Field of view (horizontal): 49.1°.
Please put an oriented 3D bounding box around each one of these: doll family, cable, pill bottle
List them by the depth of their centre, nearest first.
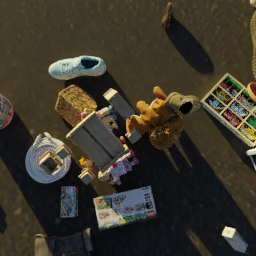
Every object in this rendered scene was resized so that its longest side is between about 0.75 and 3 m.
[{"bbox_3d":[-4.606,-0.720,8.737,1.264,2.183,1.264,0,79,0],"label":"pill bottle"},{"bbox_3d":[-0.908,0.608,9.164,1.621,1.177,2.612,-27,95,-14],"label":"doll family"},{"bbox_3d":[-2.623,1.067,9.236,1.462,0.506,1.462,35,80,4],"label":"cable"}]

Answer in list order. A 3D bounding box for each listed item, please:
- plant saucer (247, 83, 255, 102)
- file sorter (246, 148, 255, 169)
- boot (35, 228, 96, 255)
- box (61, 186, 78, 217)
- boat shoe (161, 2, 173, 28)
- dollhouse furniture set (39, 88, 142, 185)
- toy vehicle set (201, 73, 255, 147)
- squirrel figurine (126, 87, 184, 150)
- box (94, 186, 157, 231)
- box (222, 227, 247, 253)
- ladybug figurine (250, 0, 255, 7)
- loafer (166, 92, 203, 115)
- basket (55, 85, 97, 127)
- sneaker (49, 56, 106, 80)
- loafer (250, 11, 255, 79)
[{"bbox_3d":[4.554,-1.064,9.539,1.184,0.191,1.184,18,44,-19],"label":"plant saucer"},{"bbox_3d":[5.145,0.892,8.842,1.999,1.387,1.245,-22,82,-4],"label":"file sorter"},{"bbox_3d":[-1.870,4.217,8.556,1.925,0.766,2.211,-14,72,1],"label":"boot"},{"bbox_3d":[-1.910,2.401,9.141,0.531,0.168,0.966,-2,78,0],"label":"box"},{"bbox_3d":[1.513,-4.159,10.385,0.344,0.344,0.979,17,87,9],"label":"boat shoe"},{"bbox_3d":[-1.044,0.398,8.547,2.997,1.327,1.553,-42,104,0],"label":"dollhouse furniture set"},{"bbox_3d":[3.833,-0.636,9.684,2.315,0.307,1.438,42,82,8],"label":"toy vehicle set"},{"bbox_3d":[0.828,-0.107,9.131,1.659,1.258,1.777,-36,75,1],"label":"squirrel figurine"},{"bbox_3d":[-0.084,2.564,9.025,1.873,0.325,1.031,-12,79,-2],"label":"box"},{"bbox_3d":[2.942,3.076,7.700,0.786,0.323,0.269,50,61,-24],"label":"box"},{"bbox_3d":[4.925,-4.862,10.542,0.813,0.292,0.552,-44,82,-8],"label":"ladybug figurine"},{"bbox_3d":[1.813,-0.666,8.653,0.608,1.598,0.539,-57,49,30],"label":"loafer"},{"bbox_3d":[-1.761,-0.733,9.662,1.244,0.927,0.888,40,49,8],"label":"basket"},{"bbox_3d":[-1.803,-2.199,9.734,2.014,0.825,0.744,-8,78,-2],"label":"sneaker"},{"bbox_3d":[4.956,-2.832,9.717,1.003,1.111,2.937,1,78,6],"label":"loafer"}]
